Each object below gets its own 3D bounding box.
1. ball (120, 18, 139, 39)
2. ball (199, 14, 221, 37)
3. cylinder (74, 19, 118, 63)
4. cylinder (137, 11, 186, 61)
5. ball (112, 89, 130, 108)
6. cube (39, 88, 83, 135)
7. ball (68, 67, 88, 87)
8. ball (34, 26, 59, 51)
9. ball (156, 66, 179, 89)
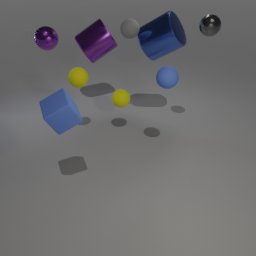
[{"bbox_3d":[0.065,-3.610,10.187,0.700,0.700,0.700,0,31,0],"label":"ball"},{"bbox_3d":[2.713,-3.384,9.251,0.700,0.700,0.700,0,31,0],"label":"ball"},{"bbox_3d":[-1.412,-3.852,12.464,1.400,1.400,1.400,-34,32,7],"label":"cylinder"},{"bbox_3d":[1.307,-3.515,10.758,1.400,1.400,1.400,-19,19,32],"label":"cylinder"},{"bbox_3d":[-0.267,-1.135,10.747,0.700,0.700,0.700,0,31,0],"label":"ball"},{"bbox_3d":[-1.656,-0.404,6.926,0.700,0.700,0.700,-30,49,1],"label":"cube"},{"bbox_3d":[-1.757,-1.788,9.911,0.700,0.700,0.700,0,31,0],"label":"ball"},{"bbox_3d":[-2.452,-2.693,8.427,0.700,0.700,0.700,0,31,0],"label":"ball"},{"bbox_3d":[1.222,-1.569,8.687,0.700,0.700,0.700,0,31,0],"label":"ball"}]
